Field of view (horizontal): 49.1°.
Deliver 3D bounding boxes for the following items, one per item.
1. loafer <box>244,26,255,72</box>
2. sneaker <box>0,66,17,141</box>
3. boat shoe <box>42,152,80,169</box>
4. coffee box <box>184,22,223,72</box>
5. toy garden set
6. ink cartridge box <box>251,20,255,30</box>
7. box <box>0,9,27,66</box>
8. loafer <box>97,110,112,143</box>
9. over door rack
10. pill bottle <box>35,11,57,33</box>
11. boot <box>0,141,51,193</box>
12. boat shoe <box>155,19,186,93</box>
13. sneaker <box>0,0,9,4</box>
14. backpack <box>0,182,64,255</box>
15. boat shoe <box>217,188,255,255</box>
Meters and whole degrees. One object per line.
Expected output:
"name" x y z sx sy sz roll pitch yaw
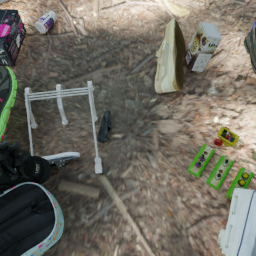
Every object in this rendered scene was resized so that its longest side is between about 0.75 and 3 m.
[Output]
"loafer" 4.870 -2.643 10.036 0.859 0.752 2.392 -11 61 -6
"sneaker" -4.021 -0.720 8.093 1.212 1.110 2.893 21 53 -32
"boat shoe" -2.037 1.002 8.173 1.303 0.456 0.432 -8 73 -6
"coffee box" 2.523 -2.745 9.607 0.579 1.452 0.820 5 51 -15
"toy garden set" 3.196 1.062 8.105 2.281 0.455 1.901 32 65 17
"ink cartridge box" 5.602 -3.749 10.668 1.584 0.745 0.350 15 62 9
"box" -4.675 -3.294 10.222 1.250 1.085 1.891 3 59 3
"loafer" -0.671 -0.042 8.796 0.384 0.372 1.095 10 66 5
"over door rack" -1.963 0.094 8.481 2.136 0.963 2.891 -7 74 -2
"pill bottle" -3.210 -4.203 11.072 0.497 0.497 0.892 25 63 14
"boot" -3.584 1.001 6.687 2.922 2.395 1.081 -11 71 14
"boat shoe" 1.401 -2.546 9.811 0.950 1.055 2.925 -9 63 31
"sneaker" -5.250 -6.251 11.922 0.938 1.030 2.511 31 65 16
"backpack" -2.578 2.352 6.772 1.972 1.485 1.750 -34 66 -9
"boat shoe" 2.724 2.825 6.960 0.929 1.024 2.783 8 58 38
